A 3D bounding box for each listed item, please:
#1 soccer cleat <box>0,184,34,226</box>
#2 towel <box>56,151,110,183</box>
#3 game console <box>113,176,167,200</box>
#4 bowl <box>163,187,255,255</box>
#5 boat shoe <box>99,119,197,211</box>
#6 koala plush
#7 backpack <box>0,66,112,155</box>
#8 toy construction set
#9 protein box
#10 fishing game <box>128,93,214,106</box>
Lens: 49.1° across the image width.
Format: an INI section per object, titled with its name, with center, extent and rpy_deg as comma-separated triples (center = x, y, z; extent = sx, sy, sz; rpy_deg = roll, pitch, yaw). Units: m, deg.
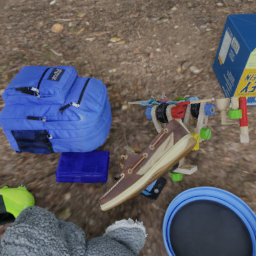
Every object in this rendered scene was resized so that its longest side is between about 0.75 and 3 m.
[soccer cleat]
center = -3.735, 1.960, 6.684
extent = 2.850, 0.962, 1.155
rpy_deg = 0, 51, -3
[towel]
center = -1.244, 1.032, 7.817
extent = 1.419, 0.352, 1.048
rpy_deg = 1, 50, 1
[game console]
center = 0.346, 1.360, 7.346
extent = 1.136, 0.661, 0.999
rpy_deg = 26, 55, 19
[bowl]
center = 1.947, 2.499, 6.525
extent = 2.313, 0.454, 2.313
rpy_deg = 0, 50, 0
[boat shoe]
center = 0.227, 0.682, 5.259
extent = 2.178, 0.786, 0.784
rpy_deg = -42, 73, 12
[koala plush]
center = -0.943, 2.727, 5.311
extent = 2.715, 2.495, 2.408
rpy_deg = 13, 51, -5
[backpack]
center = -1.859, -0.487, 7.767
extent = 2.705, 2.270, 2.198
rpy_deg = 5, 47, 6
[toy construction set]
center = 1.865, 0.297, 7.669
extent = 2.720, 2.090, 2.269
rpy_deg = -4, 3, 18
[protein box]
center = 4.057, -2.253, 9.359
extent = 1.484, 2.199, 2.183
rpy_deg = -4, 50, -3
[fishing game]
center = 1.254, -0.880, 8.378
extent = 1.791, 0.389, 2.501
rpy_deg = -8, 8, -27
